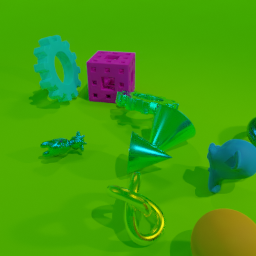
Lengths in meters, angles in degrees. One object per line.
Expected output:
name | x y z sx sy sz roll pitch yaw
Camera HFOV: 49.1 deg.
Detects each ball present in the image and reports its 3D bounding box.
ball | 1.402 1.665 3.973 1.005 1.005 1.005 0 31 0

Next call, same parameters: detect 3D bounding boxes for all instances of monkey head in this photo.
monkey head | 2.006 0.763 5.358 0.919 1.097 1.525 6 -8 38

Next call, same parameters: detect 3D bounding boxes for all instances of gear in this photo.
gear | 0.557 -0.731 8.142 1.782 0.330 1.782 10 15 -3
gear | -2.171 -1.859 8.880 0.372 2.013 2.013 -7 27 20

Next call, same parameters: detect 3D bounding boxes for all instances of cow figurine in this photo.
cow figurine | -1.457 0.391 6.480 0.869 0.485 0.883 -16 -4 14

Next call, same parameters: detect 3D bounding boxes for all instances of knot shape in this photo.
knot shape | 0.132 1.253 4.798 0.577 1.249 1.169 -31 20 8

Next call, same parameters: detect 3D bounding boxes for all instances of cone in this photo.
cone | 0.486 0.570 5.936 0.913 0.909 0.909 7 31 3
cone | 0.803 0.280 6.763 1.199 1.199 1.203 25 65 35

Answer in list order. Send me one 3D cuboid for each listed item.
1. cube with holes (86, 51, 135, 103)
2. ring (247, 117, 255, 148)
cube with holes | -0.515 -1.718 9.367 1.322 1.322 1.322 6 31 9
ring | 3.705 0.309 6.568 1.835 0.367 1.835 9 38 -7
